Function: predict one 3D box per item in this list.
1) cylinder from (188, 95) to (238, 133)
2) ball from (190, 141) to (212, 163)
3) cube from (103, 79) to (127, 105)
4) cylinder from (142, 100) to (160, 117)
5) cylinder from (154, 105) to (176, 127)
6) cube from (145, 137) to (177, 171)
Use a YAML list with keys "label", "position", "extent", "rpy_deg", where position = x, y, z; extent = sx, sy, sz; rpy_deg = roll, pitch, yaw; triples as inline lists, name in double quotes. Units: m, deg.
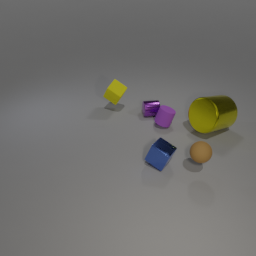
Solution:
- label: "cylinder"
  position: [3.377, -0.576, 11.169]
  extent: [1.400, 1.400, 1.400]
  rpy_deg: [-10, 31, -38]
- label: "ball"
  position: [2.311, 0.764, 8.875]
  extent: [0.700, 0.700, 0.700]
  rpy_deg: [0, 32, 0]
- label: "cube"
  position: [-0.572, -1.607, 12.538]
  extent: [0.700, 0.700, 0.700]
  rpy_deg: [34, 55, -3]
- label: "cylinder"
  position: [1.039, -0.881, 12.581]
  extent: [0.700, 0.700, 0.700]
  rpy_deg: [-5, 32, -7]
- label: "cylinder"
  position: [1.550, -0.492, 11.740]
  extent: [0.700, 0.700, 0.700]
  rpy_deg: [17, 26, -9]
- label: "cube"
  position: [1.111, 0.875, 9.485]
  extent: [0.700, 0.700, 0.700]
  rpy_deg: [34, 35, 15]
